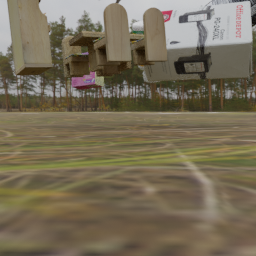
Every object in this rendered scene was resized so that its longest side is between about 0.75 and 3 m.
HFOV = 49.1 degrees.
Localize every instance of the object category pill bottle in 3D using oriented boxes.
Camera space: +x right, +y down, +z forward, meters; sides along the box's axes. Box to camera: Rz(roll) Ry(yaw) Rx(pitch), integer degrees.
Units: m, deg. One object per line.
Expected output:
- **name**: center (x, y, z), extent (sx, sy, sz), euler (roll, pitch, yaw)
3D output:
- **pill bottle**: center (3.152, -3.463, 8.420), extent (1.371, 1.371, 2.582), euler (-4, -18, -47)
- **pill bottle**: center (0.915, -2.937, 10.754), extent (1.243, 2.204, 1.243), euler (-8, 30, 4)

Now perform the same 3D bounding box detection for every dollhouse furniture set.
- **dollhouse furniture set**: center (-1.038, -2.297, 6.399), extent (2.959, 1.966, 2.593), euler (-8, 6, -30)

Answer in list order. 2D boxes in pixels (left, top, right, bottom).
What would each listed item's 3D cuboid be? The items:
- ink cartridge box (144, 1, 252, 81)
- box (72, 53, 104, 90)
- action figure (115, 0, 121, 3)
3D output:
- **ink cartridge box**: center (1.893, -2.309, 7.533), extent (2.679, 1.946, 1.117), euler (1, -40, 20)
- **box**: center (-1.479, -2.093, 10.300), extent (1.062, 1.207, 0.583), euler (-1, -4, 28)
- **action figure**: center (-0.431, -3.784, 6.663), extent (1.495, 1.447, 0.782), euler (15, 20, -31)
